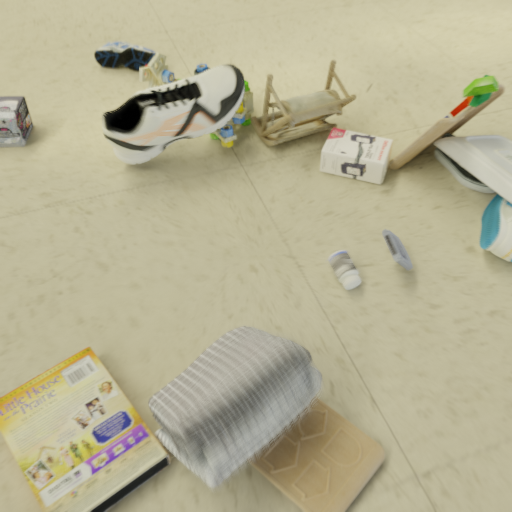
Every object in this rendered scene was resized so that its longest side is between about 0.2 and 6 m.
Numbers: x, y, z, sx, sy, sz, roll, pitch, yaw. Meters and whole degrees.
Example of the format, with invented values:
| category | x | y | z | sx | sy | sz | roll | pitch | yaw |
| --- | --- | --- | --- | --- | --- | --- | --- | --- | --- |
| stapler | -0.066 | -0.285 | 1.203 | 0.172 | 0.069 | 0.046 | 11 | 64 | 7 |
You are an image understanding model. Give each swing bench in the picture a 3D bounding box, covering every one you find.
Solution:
| category | x | y | z | sx | sy | sz | roll | pitch | yaw |
| --- | --- | --- | --- | --- | --- | --- | --- | --- | --- |
| swing bench | 0.995 | -3.240 | 12.443 | 1.702 | 1.711 | 1.110 | -21 | 76 | -20 |

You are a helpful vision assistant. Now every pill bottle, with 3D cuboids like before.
| category | x | y | z | sx | sy | sz | roll | pitch | yaw |
| --- | --- | --- | --- | --- | --- | --- | --- | --- | --- |
| pill bottle | 1.559 | 0.249 | 9.823 | 0.366 | 0.366 | 0.644 | -16 | 61 | -15 |

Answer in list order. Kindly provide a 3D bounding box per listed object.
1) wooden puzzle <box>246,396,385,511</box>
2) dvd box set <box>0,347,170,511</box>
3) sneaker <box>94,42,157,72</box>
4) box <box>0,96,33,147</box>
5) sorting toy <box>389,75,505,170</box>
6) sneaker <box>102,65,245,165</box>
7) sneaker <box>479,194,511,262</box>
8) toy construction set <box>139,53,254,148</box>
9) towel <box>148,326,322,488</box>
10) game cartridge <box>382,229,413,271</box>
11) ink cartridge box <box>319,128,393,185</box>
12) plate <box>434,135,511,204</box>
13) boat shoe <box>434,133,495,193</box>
| category | x | y | z | sx | sy | sz | roll | pitch | yaw |
| --- | --- | --- | --- | --- | --- | --- | --- | --- | --- |
| wooden puzzle | 0.781 | 2.711 | 7.591 | 1.474 | 0.341 | 1.365 | 36 | 56 | 24 |
| dvd box set | -2.495 | 2.481 | 7.785 | 1.647 | 0.331 | 2.251 | -31 | 54 | -26 |
| sneaker | -3.375 | -5.442 | 15.054 | 1.890 | 0.715 | 0.728 | 11 | 51 | 9 |
| box | -5.981 | -3.040 | 12.690 | 1.438 | 0.825 | 0.950 | -1 | 46 | -1 |
| sorting toy | 4.072 | -2.892 | 11.332 | 2.108 | 2.851 | 0.420 | -32 | 84 | -29 |
| sneaker | -1.673 | -2.978 | 11.412 | 3.164 | 1.266 | 1.166 | -30 | 70 | 2 |
| sneaker | 4.810 | -0.651 | 10.548 | 0.857 | 0.812 | 2.122 | 30 | 50 | 2 |
| toy construction set | -1.259 | -3.738 | 13.136 | 2.914 | 1.342 | 1.910 | 32 | 54 | 13 |
| towel | -0.381 | 1.821 | 7.485 | 2.065 | 0.884 | 1.710 | -35 | 19 | -22 |
| game cartridge | 2.502 | -0.099 | 9.884 | 0.498 | 0.153 | 0.748 | 26 | 36 | -37 |
| ink cartridge box | 2.157 | -2.151 | 12.022 | 1.357 | 0.572 | 0.982 | 15 | 48 | 14 |
| plate | 5.095 | -1.833 | 11.299 | 2.293 | 0.371 | 2.298 | -10 | 48 | -37 |
| boat shoe | 4.438 | -1.985 | 11.833 | 0.626 | 0.616 | 1.738 | -24 | 51 | -21 |
